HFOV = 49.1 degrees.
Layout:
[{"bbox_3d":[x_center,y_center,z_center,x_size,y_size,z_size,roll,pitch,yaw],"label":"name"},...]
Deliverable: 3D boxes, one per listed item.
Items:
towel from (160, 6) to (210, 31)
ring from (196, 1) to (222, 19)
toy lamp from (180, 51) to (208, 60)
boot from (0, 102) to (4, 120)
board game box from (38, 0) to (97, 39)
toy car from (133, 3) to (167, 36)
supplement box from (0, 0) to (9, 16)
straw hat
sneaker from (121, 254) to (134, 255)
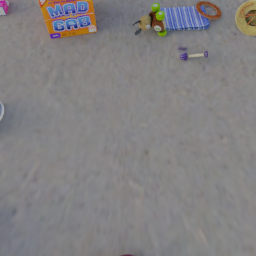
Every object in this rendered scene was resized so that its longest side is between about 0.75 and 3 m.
[{"bbox_3d":[2.233,-4.364,11.037,1.777,0.212,1.287,-3,61,-2],"label":"towel"},{"bbox_3d":[3.233,-4.733,11.166,1.100,0.106,1.100,6,58,-10],"label":"ring"},{"bbox_3d":[2.349,-2.585,10.022,0.964,0.281,0.281,-5,62,3],"label":"toy lamp"},{"bbox_3d":[-4.253,-0.387,8.682,0.462,0.574,1.271,2,62,1],"label":"boot"},{"bbox_3d":[-2.234,-4.694,10.305,1.794,1.794,1.795,-11,62,-4],"label":"board game box"},{"bbox_3d":[0.754,-3.855,10.393,1.172,0.963,0.925,-21,61,1],"label":"toy car"},{"bbox_3d":[-5.086,-4.931,11.234,0.397,0.406,0.786,-3,60,-1],"label":"supplement box"},{"bbox_3d":[4.816,-4.200,10.720,1.326,1.326,0.561,31,24,15],"label":"straw hat"},{"bbox_3d":[-0.616,3.532,6.386,1.989,0.896,0.745,-25,65,-13],"label":"sneaker"}]
